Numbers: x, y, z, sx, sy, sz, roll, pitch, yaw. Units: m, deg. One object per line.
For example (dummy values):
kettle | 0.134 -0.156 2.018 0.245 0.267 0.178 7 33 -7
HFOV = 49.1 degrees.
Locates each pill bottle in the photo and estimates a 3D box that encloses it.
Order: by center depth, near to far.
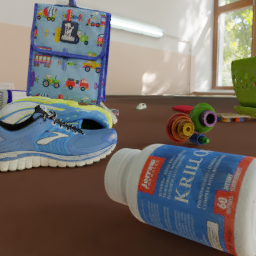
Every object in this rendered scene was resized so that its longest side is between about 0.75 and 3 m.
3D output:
pill bottle | 0.470 0.553 2.525 1.376 0.772 0.772 5 10 38

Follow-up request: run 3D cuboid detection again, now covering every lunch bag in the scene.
lunch bag | -1.527 -2.081 7.594 1.978 2.627 1.236 6 12 1

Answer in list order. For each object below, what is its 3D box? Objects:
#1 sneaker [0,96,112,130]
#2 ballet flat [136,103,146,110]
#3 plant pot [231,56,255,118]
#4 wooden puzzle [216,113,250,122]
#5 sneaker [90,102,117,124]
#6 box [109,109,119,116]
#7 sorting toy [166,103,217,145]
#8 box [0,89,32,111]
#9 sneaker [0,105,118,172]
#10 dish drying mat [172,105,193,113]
sneaker | -1.688 -0.195 6.659 2.778 1.052 1.459 -1 9 -13
ballet flat | 0.763 -1.287 16.506 0.381 0.381 1.062 4 10 25
plant pot | 5.966 -1.604 11.402 2.704 2.454 2.691 -1 8 -9
wooden puzzle | 3.858 -0.419 10.899 1.271 0.294 1.177 2 8 -16
sneaker | -1.031 -0.415 10.237 1.422 0.791 0.546 46 10 30
box | -1.160 -0.623 12.083 1.121 0.309 1.641 2 9 14
sorting toy | 1.526 -0.031 6.176 1.390 0.835 0.571 -21 12 -18
box | -5.576 -1.232 12.617 1.920 1.007 1.766 4 6 10
sneaker | -1.230 0.116 4.710 2.254 1.005 0.885 -3 9 -22
dish drying mat | 3.167 -0.988 14.950 0.938 0.222 2.443 -2 10 -10
